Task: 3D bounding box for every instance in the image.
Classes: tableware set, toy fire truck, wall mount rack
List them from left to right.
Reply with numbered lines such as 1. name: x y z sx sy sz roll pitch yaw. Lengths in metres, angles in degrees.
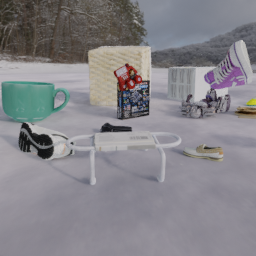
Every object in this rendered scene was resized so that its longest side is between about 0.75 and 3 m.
1. wall mount rack: -0.110 0.481 5.981 2.302 0.858 2.000 -1 17 -6
2. toy fire truck: -0.004 -1.623 8.784 0.493 0.738 0.879 -1 30 49
3. tableware set: 5.609 -0.721 11.425 2.344 0.470 1.549 4 14 15

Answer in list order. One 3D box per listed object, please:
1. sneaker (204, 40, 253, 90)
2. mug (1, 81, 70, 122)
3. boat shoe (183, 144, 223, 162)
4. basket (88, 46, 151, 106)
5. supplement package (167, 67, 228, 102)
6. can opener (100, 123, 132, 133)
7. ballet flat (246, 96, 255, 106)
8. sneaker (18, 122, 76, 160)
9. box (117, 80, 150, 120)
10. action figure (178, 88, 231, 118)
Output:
1. sneaker: 2.765 -1.590 7.898 1.303 0.828 2.285 -12 -17 21
2. mug: -3.537 -0.961 10.376 2.257 1.395 1.854 11 14 29
3. boat shoe: 1.779 0.536 6.630 0.941 0.322 0.352 8 16 28
4. basket: -0.420 -2.706 14.441 2.963 2.937 2.383 3 16 13
5. supplement package: 3.940 -2.552 15.978 2.390 1.838 2.499 -7 14 -26
6. can opener: -0.365 0.045 8.847 1.010 0.397 0.320 2 -25 -2
7. ballet flat: 6.783 -1.456 14.119 1.849 0.620 0.618 -4 14 -14
8. sneaker: -2.060 0.348 6.946 1.994 0.735 0.798 20 11 43
9. box: 0.236 -1.138 11.068 1.464 1.453 0.364 -12 17 -37
10. action figure: 3.216 -0.981 11.577 1.828 0.974 2.809 19 26 35
